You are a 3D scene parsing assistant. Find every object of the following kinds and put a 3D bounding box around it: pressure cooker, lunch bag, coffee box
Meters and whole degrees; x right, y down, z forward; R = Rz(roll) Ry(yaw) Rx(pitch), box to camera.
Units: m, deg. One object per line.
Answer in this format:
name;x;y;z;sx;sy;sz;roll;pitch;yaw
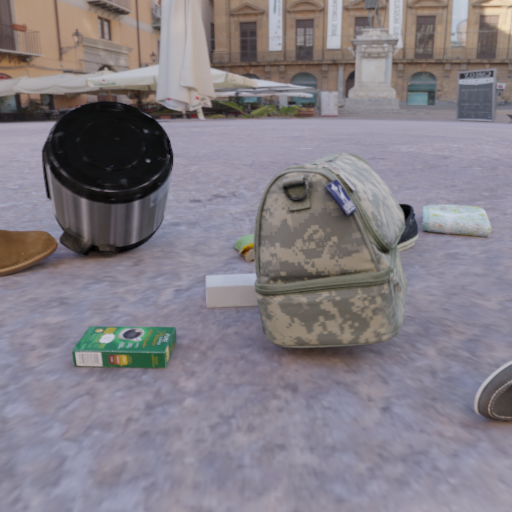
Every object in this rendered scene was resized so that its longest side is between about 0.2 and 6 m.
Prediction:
pressure cooker;-2.935;-1.355;11.231;2.391;2.718;2.428;-13;64;-20
lunch bag;1.030;-0.225;7.704;1.897;2.283;2.722;-8;12;20
coffee box;-1.685;1.179;7.272;1.199;0.264;0.737;0;18;1

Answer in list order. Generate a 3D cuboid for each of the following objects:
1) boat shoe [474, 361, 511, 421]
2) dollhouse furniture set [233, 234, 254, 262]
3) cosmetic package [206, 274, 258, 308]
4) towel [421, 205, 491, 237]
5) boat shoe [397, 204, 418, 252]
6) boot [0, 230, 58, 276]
boat shoe;3.118;1.421;5.984;1.786;0.597;0.509;-6;14;-28
dollhouse furniture set;0.768;-0.548;11.581;2.442;0.943;1.220;-4;18;-12
cosmetic package;-0.277;0.554;9.044;1.062;0.378;0.538;-2;18;-5
towel;4.783;-0.888;13.508;1.514;0.426;1.769;5;18;17
boat shoe;2.358;-0.424;11.235;1.119;0.934;2.999;16;25;38
boot;-5.170;-0.266;10.212;2.883;1.088;1.061;-7;31;-17
